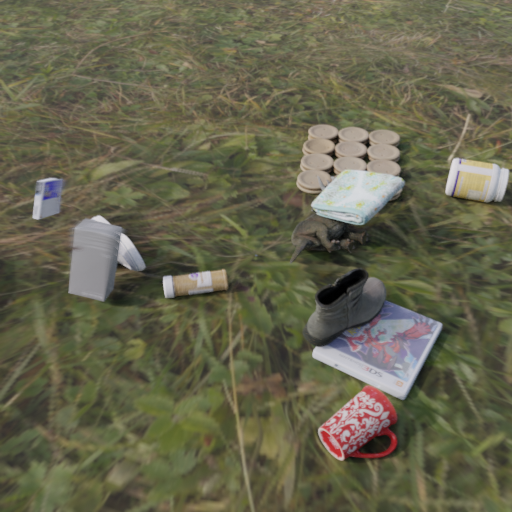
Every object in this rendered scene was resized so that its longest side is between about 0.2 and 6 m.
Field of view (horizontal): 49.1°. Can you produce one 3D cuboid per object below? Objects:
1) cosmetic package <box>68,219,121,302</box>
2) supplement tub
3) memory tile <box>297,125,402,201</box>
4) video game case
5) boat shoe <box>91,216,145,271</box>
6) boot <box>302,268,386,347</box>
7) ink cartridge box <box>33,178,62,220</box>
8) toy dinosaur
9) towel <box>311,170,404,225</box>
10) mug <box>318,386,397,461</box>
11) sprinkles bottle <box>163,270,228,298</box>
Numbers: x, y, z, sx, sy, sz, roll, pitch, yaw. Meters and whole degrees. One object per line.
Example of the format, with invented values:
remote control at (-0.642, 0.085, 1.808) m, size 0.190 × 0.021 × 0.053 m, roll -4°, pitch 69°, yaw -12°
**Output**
cosmetic package at (-2.616, 0.071, 9.093) m, size 0.644 × 1.205 × 0.543 m, roll 12°, pitch 22°, yaw 0°
supplement tub at (4.570, -1.553, 11.621) m, size 1.094 × 0.795 × 0.795 m, roll 13°, pitch 41°, yaw 15°
memory tile at (2.157, -2.188, 12.830) m, size 2.276 × 0.249 × 2.970 m, roll 7°, pitch 41°, yaw 8°
video game case at (1.893, 1.298, 8.646) m, size 1.475 × 0.186 × 1.619 m, roll 22°, pitch 44°, yaw 24°
boat shoe at (-2.653, -0.150, 10.084) m, size 0.608 × 0.639 × 1.776 m, roll -37°, pitch 54°, yaw -22°
boot at (1.485, 0.602, 8.359) m, size 1.776 × 1.160 × 0.601 m, roll -30°, pitch 61°, yaw -32°
ink cartridge box at (-3.865, -1.077, 10.398) m, size 0.155 × 0.706 × 0.713 m, roll 14°, pitch 15°, yaw 7°
toy dinosaur at (1.250, -0.460, 10.415) m, size 1.256 × 0.945 × 2.455 m, roll 11°, pitch 49°, yaw 42°
towel at (1.786, -1.094, 10.064) m, size 1.167 × 0.328 × 1.363 m, roll -45°, pitch 36°, yaw -20°
mug at (1.353, 2.228, 7.209) m, size 0.896 × 0.598 × 0.796 m, roll -30°, pitch 48°, yaw -23°
sprinkles bottle at (-1.027, 0.470, 9.512) m, size 1.071 × 0.366 × 0.366 m, roll -7°, pitch 40°, yaw -9°
